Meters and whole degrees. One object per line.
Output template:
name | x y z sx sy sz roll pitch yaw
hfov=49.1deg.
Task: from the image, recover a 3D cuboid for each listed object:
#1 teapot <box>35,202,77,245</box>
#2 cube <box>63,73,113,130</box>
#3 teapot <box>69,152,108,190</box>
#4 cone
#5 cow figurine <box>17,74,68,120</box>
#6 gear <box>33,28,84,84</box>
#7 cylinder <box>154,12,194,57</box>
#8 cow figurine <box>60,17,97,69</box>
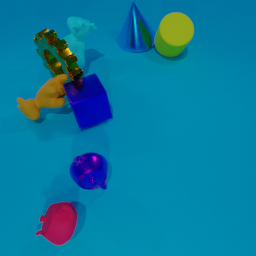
teapot | -1.487 1.948 5.761 0.677 1.383 0.860 22 39 -23
cube | -1.170 -0.779 8.187 1.034 1.034 1.034 -21 46 -10
teapot | -0.893 1.019 6.460 0.919 1.478 0.724 -32 44 5
cone | 0.276 -4.050 10.673 1.611 1.617 1.611 -4 54 5
cow figurine | -2.477 -0.900 8.304 1.467 0.819 1.491 -10 39 31
gear | -2.156 -2.060 8.748 0.373 2.018 2.018 -39 59 -22
cylinder | 1.643 -3.356 10.190 1.211 1.211 1.211 0 86 -3
cow figurine | -1.712 -2.749 9.327 0.948 1.727 1.699 -13 7 -43
